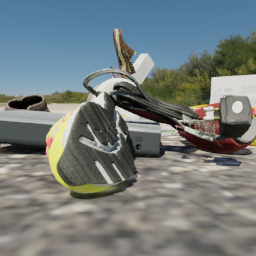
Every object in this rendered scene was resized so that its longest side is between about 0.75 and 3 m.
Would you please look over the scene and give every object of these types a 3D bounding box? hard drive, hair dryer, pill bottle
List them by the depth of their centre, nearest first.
[{"bbox_3d":[0.893,-0.284,4.474,2.279,0.813,2.992,20,-6,26],"label":"hair dryer"},{"bbox_3d":[-0.926,0.024,5.039,2.942,0.484,2.053,4,5,4],"label":"hard drive"},{"bbox_3d":[-0.592,-0.799,9.807,1.650,1.650,2.836,-1,4,-14],"label":"pill bottle"}]

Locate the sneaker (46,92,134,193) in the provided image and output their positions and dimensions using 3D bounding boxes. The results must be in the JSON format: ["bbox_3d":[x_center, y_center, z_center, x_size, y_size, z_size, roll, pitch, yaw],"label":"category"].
[{"bbox_3d":[-0.506,0.210,3.020,0.930,0.805,2.060,-29,9,7],"label":"sneaker"}]

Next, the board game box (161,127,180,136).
[{"bbox_3d":[1.120,0.085,7.440,1.143,0.198,0.722,-1,3,-16],"label":"board game box"}]

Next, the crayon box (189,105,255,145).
[{"bbox_3d":[2.785,-0.118,6.011,2.850,0.735,1.792,3,9,33],"label":"crayon box"}]

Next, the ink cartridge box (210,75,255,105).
[{"bbox_3d":[4.021,-0.658,8.102,2.414,1.153,2.749,3,-5,39],"label":"ink cartridge box"}]

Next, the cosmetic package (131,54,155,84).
[{"bbox_3d":[0.496,-2.346,11.290,0.431,1.208,0.613,15,-25,47],"label":"cosmetic package"}]

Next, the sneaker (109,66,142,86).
[{"bbox_3d":[0.056,-1.724,10.973,0.848,1.938,0.721,-33,-1,18],"label":"sneaker"}]

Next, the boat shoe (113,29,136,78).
[{"bbox_3d":[-0.058,-2.265,8.419,0.583,1.577,0.582,-13,47,-1],"label":"boat shoe"}]

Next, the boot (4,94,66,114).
[{"bbox_3d":[-2.101,-0.334,6.746,1.703,0.598,1.245,-19,-26,-28],"label":"boot"}]

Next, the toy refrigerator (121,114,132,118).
[{"bbox_3d":[-0.717,-0.113,7.794,1.566,0.548,0.594,-1,4,-24],"label":"toy refrigerator"}]
